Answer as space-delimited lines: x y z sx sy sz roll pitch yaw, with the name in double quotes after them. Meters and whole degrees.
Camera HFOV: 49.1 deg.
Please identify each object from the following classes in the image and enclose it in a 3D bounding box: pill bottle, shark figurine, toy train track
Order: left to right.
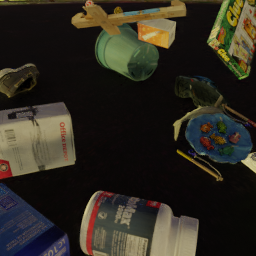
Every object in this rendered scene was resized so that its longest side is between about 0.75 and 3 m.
-0.026 -2.569 6.149 2.545 0.414 1.460 1 -3 18 "toy train track"
0.218 1.745 4.706 1.795 1.074 1.074 8 30 13 "pill bottle"
2.304 -0.254 8.336 1.950 1.165 0.814 -10 51 -19 "shark figurine"

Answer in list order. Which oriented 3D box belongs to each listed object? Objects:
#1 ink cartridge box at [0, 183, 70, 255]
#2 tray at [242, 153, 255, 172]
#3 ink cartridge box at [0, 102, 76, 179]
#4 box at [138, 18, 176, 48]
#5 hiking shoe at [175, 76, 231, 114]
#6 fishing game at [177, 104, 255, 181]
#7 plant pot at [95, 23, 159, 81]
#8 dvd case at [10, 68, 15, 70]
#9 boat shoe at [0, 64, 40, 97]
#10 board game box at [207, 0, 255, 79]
-2.007 2.032 4.437 2.302 0.879 1.570 23 37 32 "ink cartridge box"
4.149 0.782 7.263 2.217 0.246 1.190 -11 30 -19 "tray"
-2.397 0.288 6.889 2.002 1.454 0.835 -10 31 -17 "ink cartridge box"
0.709 -2.408 6.946 0.839 0.522 0.409 23 63 18 "box"
2.886 -1.358 10.187 1.266 1.087 2.921 -12 31 -18 "hiking shoe"
2.461 0.161 7.533 1.814 0.394 2.534 38 56 26 "fishing game"
0.051 -3.381 12.850 2.319 2.319 2.271 -19 42 -30 "plant pot"
-5.336 -2.344 12.885 1.365 0.168 1.913 8 30 11 "dvd case"
-4.308 -1.900 11.342 0.900 1.076 3.012 43 18 -7 "boat shoe"
3.167 -2.949 7.887 0.342 1.526 2.913 -17 43 56 "board game box"
